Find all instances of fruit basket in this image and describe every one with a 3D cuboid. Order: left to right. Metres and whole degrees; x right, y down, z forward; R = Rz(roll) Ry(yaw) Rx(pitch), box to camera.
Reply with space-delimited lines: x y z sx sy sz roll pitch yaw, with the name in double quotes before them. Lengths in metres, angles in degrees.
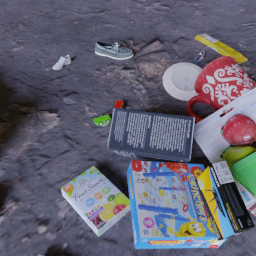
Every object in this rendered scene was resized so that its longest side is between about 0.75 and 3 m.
"fruit basket" 3.431 0.394 7.726 2.558 1.294 2.761 -33 48 8

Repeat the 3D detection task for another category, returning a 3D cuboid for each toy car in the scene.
"toy car" -0.543 -0.330 9.545 1.273 0.302 1.353 -17 47 -16

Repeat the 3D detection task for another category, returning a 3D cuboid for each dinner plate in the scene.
"dinner plate" 2.217 -1.840 10.709 1.762 0.214 1.762 -1 66 2

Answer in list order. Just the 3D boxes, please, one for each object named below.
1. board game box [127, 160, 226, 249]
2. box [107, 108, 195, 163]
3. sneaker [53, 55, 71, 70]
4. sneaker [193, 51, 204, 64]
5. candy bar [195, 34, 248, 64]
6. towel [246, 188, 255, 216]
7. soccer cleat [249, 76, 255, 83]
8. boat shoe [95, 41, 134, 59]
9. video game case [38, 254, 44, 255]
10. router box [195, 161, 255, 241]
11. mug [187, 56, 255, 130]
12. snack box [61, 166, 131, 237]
"board game box" 1.103 1.830 6.926 2.052 0.586 2.096 4 45 -12
"box" 0.661 0.278 7.800 2.133 1.583 1.142 8 80 7
"sneaker" -2.841 -2.823 11.917 0.357 0.420 0.949 30 53 24
"sneaker" 3.098 -3.098 12.248 0.286 0.334 0.814 24 50 22
"candy bar" 4.207 -3.692 12.851 0.702 0.312 2.814 -23 49 -26
"towel" 3.373 1.982 7.406 0.634 0.100 0.881 -29 50 -23
"soccer cleat" 4.550 -1.300 10.131 1.114 0.928 2.748 -5 45 -28
"boat shoe" -0.632 -3.503 12.490 1.793 0.554 0.653 11 46 11
"video game case" -1.285 3.938 5.351 2.434 0.268 2.216 16 47 14
"router box" 2.021 1.580 6.047 0.366 1.068 1.432 -8 60 -14
"mug" 3.434 -0.755 9.326 1.681 2.236 2.519 10 38 -46
"snack box" -0.833 1.843 7.302 1.117 0.416 1.570 -32 53 -30
